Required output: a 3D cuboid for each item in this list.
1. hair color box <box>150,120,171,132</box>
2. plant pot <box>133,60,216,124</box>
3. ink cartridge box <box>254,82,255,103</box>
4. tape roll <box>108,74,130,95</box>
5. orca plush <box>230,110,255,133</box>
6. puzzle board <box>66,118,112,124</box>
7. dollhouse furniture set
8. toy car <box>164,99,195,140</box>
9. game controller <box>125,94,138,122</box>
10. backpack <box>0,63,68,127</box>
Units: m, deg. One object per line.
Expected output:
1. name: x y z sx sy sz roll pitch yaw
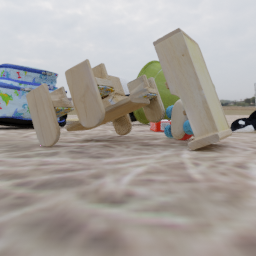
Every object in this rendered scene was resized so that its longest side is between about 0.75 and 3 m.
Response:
1. hair color box: 0.840 -0.062 7.052 0.452 0.273 0.891 -1 4 -4
2. plant pot: 1.798 -1.091 10.129 2.343 2.467 2.467 16 12 34
3. ink cartridge box: 5.364 -0.903 7.832 2.794 1.165 2.029 -12 14 -9
4. tape roll: -1.079 -1.540 14.215 2.444 2.444 1.678 2 3 30
5. orca plush: 3.135 -0.165 6.589 1.483 0.527 0.780 0 3 6
6. puzzle board: -2.096 -0.268 11.555 2.383 0.207 1.796 2 5 42
7. dollhouse furniture set: 0.147 -0.189 4.256 2.272 1.478 2.087 -22 -8 28
8. toy car: 1.166 -0.100 4.901 0.796 0.704 0.734 12 -12 -22
9. game controller: 0.384 -0.793 10.599 2.301 1.200 0.485 -13 34 -38
10. backpack: -3.339 -0.945 8.407 2.462 1.809 2.253 0 3 -40
